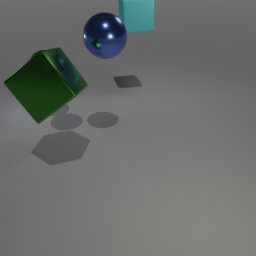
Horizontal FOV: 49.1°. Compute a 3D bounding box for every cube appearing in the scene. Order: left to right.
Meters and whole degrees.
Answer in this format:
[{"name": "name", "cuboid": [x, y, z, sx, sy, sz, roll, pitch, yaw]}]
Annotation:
[{"name": "cube", "cuboid": [-2.199, -1.220, 7.806, 1.400, 1.400, 1.400, -33, 13, 17]}, {"name": "cube", "cuboid": [0.370, -5.318, 13.074, 1.400, 1.400, 1.400, -8, 30, -7]}]

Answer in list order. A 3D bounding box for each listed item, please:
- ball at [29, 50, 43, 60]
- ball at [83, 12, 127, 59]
[{"name": "ball", "cuboid": [-3.271, -2.416, 11.220, 1.400, 1.400, 1.400, 0, 29, 0]}, {"name": "ball", "cuboid": [-0.722, -2.896, 8.836, 1.400, 1.400, 1.400, 0, 29, 0]}]
